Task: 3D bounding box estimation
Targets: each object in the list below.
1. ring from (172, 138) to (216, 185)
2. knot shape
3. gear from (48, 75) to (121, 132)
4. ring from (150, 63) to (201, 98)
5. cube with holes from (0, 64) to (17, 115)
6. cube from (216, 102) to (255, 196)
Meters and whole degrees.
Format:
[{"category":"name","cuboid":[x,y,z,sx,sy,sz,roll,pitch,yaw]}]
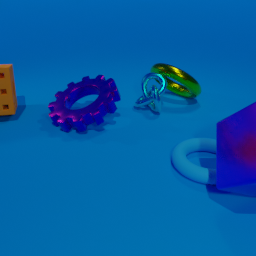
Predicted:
[{"category":"ring","cuboid":[1.741,0.682,6.121,1.556,0.311,1.556,0,28,0]},{"category":"knot shape","cuboid":[0.737,-1.132,8.681,0.590,1.195,1.277,17,0,-34]},{"category":"gear","cuboid":[-1.242,-0.747,7.951,2.038,0.377,2.038,-12,42,11]},{"category":"ring","cuboid":[1.556,-1.540,9.207,1.830,0.366,1.830,29,-3,2]},{"category":"cube with holes","cuboid":[-4.034,-1.129,8.165,1.311,1.311,1.311,-6,18,-17]},{"category":"cube","cuboid":[2.385,0.421,4.689,1.280,1.280,1.280,13,69,-15]}]
